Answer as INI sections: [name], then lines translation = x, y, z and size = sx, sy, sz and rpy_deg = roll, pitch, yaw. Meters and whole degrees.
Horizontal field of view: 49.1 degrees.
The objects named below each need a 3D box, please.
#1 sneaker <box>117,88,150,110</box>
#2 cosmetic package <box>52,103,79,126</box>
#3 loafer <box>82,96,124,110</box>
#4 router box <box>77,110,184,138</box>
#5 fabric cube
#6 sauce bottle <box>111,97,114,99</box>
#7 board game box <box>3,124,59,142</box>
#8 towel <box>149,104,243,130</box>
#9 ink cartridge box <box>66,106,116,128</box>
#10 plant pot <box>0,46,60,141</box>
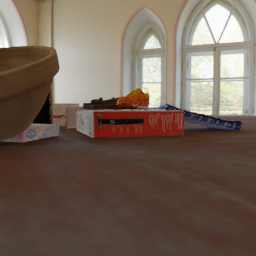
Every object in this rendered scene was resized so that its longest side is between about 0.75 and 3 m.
[sneaker]
translation = 0.125, -0.743, 7.148
size = 0.548, 0.579, 1.501
rpy_deg = 3, 6, 22
[cosmetic package]
translation = -3.195, -0.573, 11.873
size = 2.212, 0.965, 1.144
rpy_deg = -1, 5, -5
[loafer]
translation = -0.613, -0.647, 7.203
size = 1.138, 0.358, 0.409
rpy_deg = -1, 4, -20
[router box]
translation = -0.090, -0.172, 7.779
size = 2.327, 0.633, 2.592
rpy_deg = -1, 3, -18
[fabric cube]
translation = -3.291, -0.736, 9.057
size = 1.604, 1.635, 1.629
rpy_deg = -2, 3, -17
[sauce bottle]
translation = -1.008, -0.662, 11.676
size = 1.449, 0.478, 0.478
rpy_deg = -40, -7, 13
[board game box]
translation = -2.553, 0.073, 6.286
size = 1.477, 0.322, 1.484
rpy_deg = 1, 3, 14
[towel]
translation = 2.087, -0.388, 9.345
size = 2.799, 0.334, 2.026
rpy_deg = 13, -1, -17
[ink cartridge box]
translation = -1.344, -0.413, 10.496
size = 1.917, 0.812, 1.386
rpy_deg = 1, 3, -10
[plant pot]
translation = -2.649, -0.586, 5.160
size = 2.905, 1.341, 2.905
rpy_deg = -4, 25, 2
